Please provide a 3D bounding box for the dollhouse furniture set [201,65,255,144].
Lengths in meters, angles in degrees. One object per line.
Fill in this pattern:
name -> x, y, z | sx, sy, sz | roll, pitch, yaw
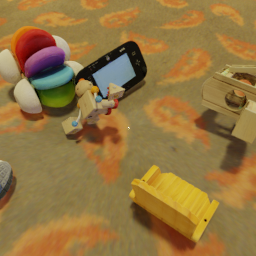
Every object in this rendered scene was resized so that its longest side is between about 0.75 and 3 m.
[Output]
dollhouse furniture set -> 2.923, -1.508, 6.806 | 1.612, 2.565, 2.900 | 27, 28, 18

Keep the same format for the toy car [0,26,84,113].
toy car -> -2.423, -1.811, 8.027 | 2.180, 1.868, 2.491 | -29, 77, -25

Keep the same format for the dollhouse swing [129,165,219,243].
dollhouse swing -> 0.976, 1.281, 5.647 | 1.589, 1.397, 1.444 | 29, 52, 24

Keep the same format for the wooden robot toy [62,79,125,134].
wooden robot toy -> -0.961, -0.737, 7.094 | 0.976, 2.216, 1.005 | -11, 71, -45

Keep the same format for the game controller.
game controller -> -0.435, -1.574, 8.318 | 2.473, 1.290, 0.521 | -39, 38, -27

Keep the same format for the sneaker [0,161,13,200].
sneaker -> -3.462, 1.487, 5.817 | 1.002, 0.857, 2.301 | 4, 39, 42
